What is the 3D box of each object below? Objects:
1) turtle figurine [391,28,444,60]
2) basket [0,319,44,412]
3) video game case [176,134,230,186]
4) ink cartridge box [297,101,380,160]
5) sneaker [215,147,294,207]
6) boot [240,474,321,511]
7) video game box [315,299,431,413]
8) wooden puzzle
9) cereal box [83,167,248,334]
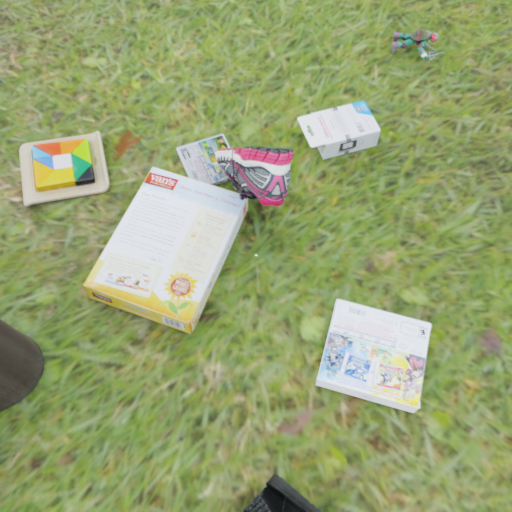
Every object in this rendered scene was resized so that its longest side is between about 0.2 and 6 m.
[{"bbox_3d":[3.890,-5.123,13.401,1.224,0.616,0.916,7,42,20],"label":"turtle figurine"},{"bbox_3d":[-4.699,1.419,8.653,2.090,2.318,1.576,-4,60,-3],"label":"basket"},{"bbox_3d":[-0.993,-1.991,11.874,1.085,0.131,1.191,-19,62,-11],"label":"video game case"},{"bbox_3d":[1.731,-2.668,12.023,1.576,0.526,0.913,-15,63,-9],"label":"ink cartridge box"},{"bbox_3d":[-0.137,-1.506,10.361,1.057,2.622,0.979,0,100,-16],"label":"sneaker"},{"bbox_3d":[0.433,4.196,7.974,1.812,0.682,1.355,32,57,28],"label":"boot"},{"bbox_3d":[2.028,1.690,9.607,1.713,0.401,1.561,15,59,8],"label":"video game box"},{"bbox_3d":[-4.043,-1.880,11.698,1.758,0.327,1.627,-14,61,-8],"label":"wooden puzzle"},{"bbox_3d":[-1.606,-0.200,10.577,2.091,0.574,2.906,19,61,9],"label":"cereal box"}]
